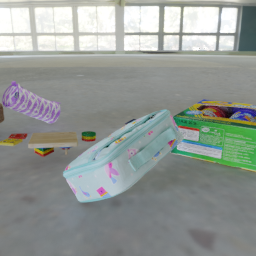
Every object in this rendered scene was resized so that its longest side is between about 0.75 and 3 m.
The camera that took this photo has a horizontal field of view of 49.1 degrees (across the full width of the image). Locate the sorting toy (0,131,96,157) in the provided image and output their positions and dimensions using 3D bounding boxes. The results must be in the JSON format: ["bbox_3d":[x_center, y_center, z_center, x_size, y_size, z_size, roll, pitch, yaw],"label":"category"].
[{"bbox_3d":[-1.543,0.334,5.630,1.868,0.316,0.900,-1,12,-13],"label":"sorting toy"}]

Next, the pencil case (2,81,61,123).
[{"bbox_3d":[-2.497,-0.631,7.365,0.666,0.678,1.586,3,-15,32],"label":"pencil case"}]

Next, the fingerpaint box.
[{"bbox_3d":[2.488,0.066,6.163,2.468,0.905,2.059,11,21,31],"label":"fingerpaint box"}]

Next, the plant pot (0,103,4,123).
[{"bbox_3d":[-4.080,-0.933,6.579,2.007,1.750,2.007,-1,13,0],"label":"plant pot"}]

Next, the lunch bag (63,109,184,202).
[{"bbox_3d":[-0.026,0.364,4.309,1.761,0.679,1.412,-36,6,-39],"label":"lunch bag"}]
